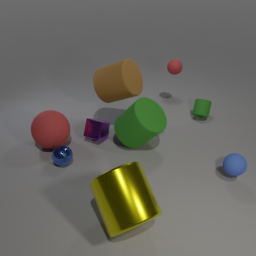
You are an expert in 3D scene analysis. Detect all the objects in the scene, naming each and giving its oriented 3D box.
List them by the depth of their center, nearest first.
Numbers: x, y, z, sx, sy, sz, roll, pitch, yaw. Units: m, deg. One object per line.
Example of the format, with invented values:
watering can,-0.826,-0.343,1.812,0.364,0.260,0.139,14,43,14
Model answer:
cylinder,-0.065,1.752,6.973,1.400,1.400,1.400,-16,72,-25
ball,3.301,1.127,8.650,0.700,0.700,0.700,0,31,0
ball,-2.225,0.928,9.487,0.700,0.700,0.700,0,31,0
cylinder,0.436,-0.164,10.106,1.400,1.400,1.400,19,52,-27
ball,-2.820,0.045,10.246,1.400,1.400,1.400,0,31,0
cylinder,-0.366,-1.766,10.688,1.400,1.400,1.400,-10,23,33
cube,-1.189,0.040,10.752,0.700,0.700,0.700,15,8,21
cylinder,3.233,-0.865,12.246,0.700,0.700,0.700,13,-2,0
ball,2.151,-2.801,12.871,0.700,0.700,0.700,0,31,0
